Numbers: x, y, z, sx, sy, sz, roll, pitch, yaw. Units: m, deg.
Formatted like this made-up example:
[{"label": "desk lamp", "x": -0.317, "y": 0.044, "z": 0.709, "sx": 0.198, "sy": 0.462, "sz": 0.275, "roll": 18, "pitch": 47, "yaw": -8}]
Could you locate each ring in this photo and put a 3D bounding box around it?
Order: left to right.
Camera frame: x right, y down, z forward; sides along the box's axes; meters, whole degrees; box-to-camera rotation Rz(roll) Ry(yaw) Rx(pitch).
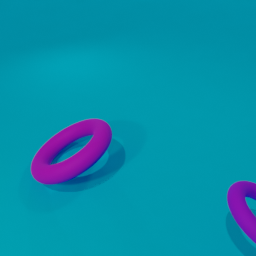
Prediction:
[{"label": "ring", "x": -1.228, "y": 0.457, "z": 6.091, "sx": 1.940, "sy": 0.388, "sz": 1.940, "roll": -23, "pitch": 27, "yaw": 12}, {"label": "ring", "x": 1.927, "y": 1.236, "z": 3.905, "sx": 1.209, "sy": 0.242, "sz": 1.209, "roll": 22, "pitch": 31, "yaw": -14}]
